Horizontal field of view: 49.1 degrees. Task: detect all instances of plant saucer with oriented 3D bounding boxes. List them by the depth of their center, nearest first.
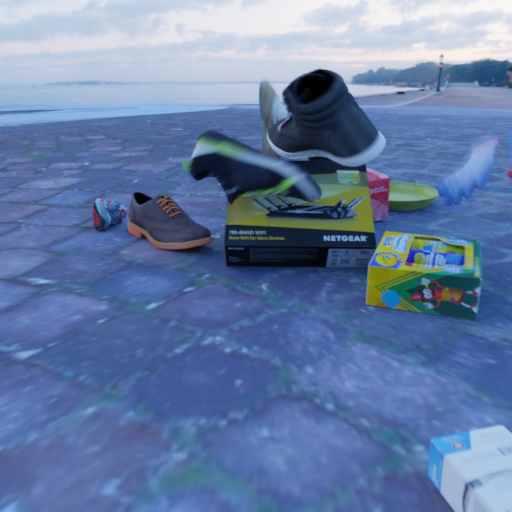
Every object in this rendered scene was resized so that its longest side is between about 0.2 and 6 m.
[{"bbox_3d":[3.538,-1.563,14.716,2.362,0.367,2.362,1,19,0],"label":"plant saucer"}]

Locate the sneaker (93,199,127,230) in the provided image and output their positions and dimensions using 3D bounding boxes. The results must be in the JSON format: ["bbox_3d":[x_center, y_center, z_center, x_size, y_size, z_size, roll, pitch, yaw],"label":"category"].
[{"bbox_3d":[-3.314,-1.012,12.745,0.753,0.626,1.577,-3,20,-13],"label":"sneaker"}]

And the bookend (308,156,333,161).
[{"bbox_3d":[1.718,-2.363,15.050,0.766,1.662,1.652,12,22,32],"label":"bookend"}]

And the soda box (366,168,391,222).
[{"bbox_3d":[1.508,-1.206,12.506,3.110,1.089,0.986,-12,26,-27],"label":"soda box"}]

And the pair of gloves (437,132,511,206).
[{"bbox_3d":[3.732,-1.523,8.631,2.074,0.236,1.667,-25,22,51],"label":"pair of gloves"}]

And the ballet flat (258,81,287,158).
[{"bbox_3d":[0.439,-3.114,12.957,0.619,1.895,0.668,11,43,20],"label":"ballet flat"}]

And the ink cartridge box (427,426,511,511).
[{"bbox_3d":[2.000,1.914,4.573,0.744,0.429,1.026,-5,20,-13],"label":"ink cartridge box"}]

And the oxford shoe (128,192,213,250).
[{"bbox_3d":[-1.854,-0.740,11.471,2.541,0.922,0.904,17,25,40],"label":"oxford shoe"}]

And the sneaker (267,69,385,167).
[{"bbox_3d":[0.886,-2.539,9.908,1.085,1.522,3.069,-44,31,-11],"label":"sneaker"}]

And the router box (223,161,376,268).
[{"bbox_3d":[0.781,-0.819,10.472,2.674,0.698,2.102,0,54,1],"label":"router box"}]

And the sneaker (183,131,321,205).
[{"bbox_3d":[-0.093,-1.301,9.870,2.480,1.027,0.889,25,-1,11],"label":"sneaker"}]

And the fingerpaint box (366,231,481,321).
[{"bbox_3d":[2.732,0.228,9.018,1.613,0.709,1.934,7,20,20],"label":"fingerpaint box"}]
